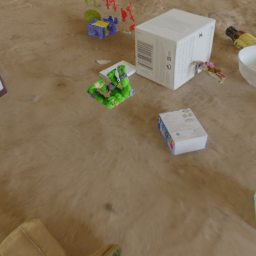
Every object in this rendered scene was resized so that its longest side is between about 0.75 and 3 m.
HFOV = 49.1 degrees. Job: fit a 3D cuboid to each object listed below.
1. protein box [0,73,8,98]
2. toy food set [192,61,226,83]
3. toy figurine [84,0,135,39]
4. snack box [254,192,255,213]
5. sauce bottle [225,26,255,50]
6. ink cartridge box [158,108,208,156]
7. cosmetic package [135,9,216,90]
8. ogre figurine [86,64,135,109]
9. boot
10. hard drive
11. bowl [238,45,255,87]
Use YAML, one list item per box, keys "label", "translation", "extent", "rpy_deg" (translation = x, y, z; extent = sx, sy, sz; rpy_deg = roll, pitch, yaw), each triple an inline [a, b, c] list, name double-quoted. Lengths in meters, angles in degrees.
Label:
- label: "protein box"
  translation: [-5.917, -1.567, 8.915]
  extent: [2.570, 1.747, 2.589]
  rpy_deg: [24, 49, 23]
- label: "toy food set"
  translation: [2.831, -1.994, 9.526]
  extent: [1.285, 0.202, 0.817]
  rpy_deg: [41, 39, 23]
- label: "toy figurine"
  translation: [-1.353, -4.803, 12.587]
  extent: [2.950, 1.556, 1.767]
  rpy_deg: [24, 54, 25]
- label: "snack box"
  translation: [3.059, 1.695, 6.194]
  extent: [0.316, 0.788, 0.934]
  rpy_deg: [7, 45, 14]
- label: "sauce bottle"
  translation: [4.952, -3.682, 11.925]
  extent: [0.725, 0.725, 2.195]
  rpy_deg: [-12, 44, -12]
- label: "ink cartridge box"
  translation: [1.513, 0.000, 8.132]
  extent: [1.014, 0.568, 1.487]
  rpy_deg: [-11, 46, -11]
- label: "cosmetic package"
  translation: [1.679, -2.930, 10.218]
  extent: [1.876, 1.875, 2.274]
  rpy_deg: [32, 53, 33]
- label: "ogre figurine"
  translation: [-0.431, -1.089, 7.946]
  extent: [1.513, 0.907, 0.742]
  rpy_deg: [-34, 14, 19]
- label: "boot"
  translation: [-1.340, 2.427, 5.552]
  extent: [1.932, 0.639, 1.692]
  rpy_deg: [31, 52, 30]
- label: "hard drive"
  translation: [-0.351, -2.145, 10.683]
  extent: [0.841, 0.170, 1.274]
  rpy_deg: [34, 53, 30]
- label: "bowl"
  translation: [4.896, -2.048, 10.016]
  extent: [2.101, 0.944, 2.101]
  rpy_deg: [0, 44, 0]
